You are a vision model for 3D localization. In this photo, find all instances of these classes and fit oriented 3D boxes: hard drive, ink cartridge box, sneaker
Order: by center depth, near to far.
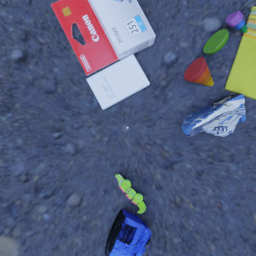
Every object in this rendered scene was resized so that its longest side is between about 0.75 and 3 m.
[{"bbox_3d":[2.298,-0.150,7.046,2.154,0.830,0.918,-25,99,-27],"label":"sneaker"},{"bbox_3d":[-0.271,-1.268,7.728,1.468,0.196,0.968,-29,85,-2],"label":"hard drive"},{"bbox_3d":[-0.736,-2.998,7.737,2.139,0.543,2.427,-27,85,-4],"label":"ink cartridge box"}]

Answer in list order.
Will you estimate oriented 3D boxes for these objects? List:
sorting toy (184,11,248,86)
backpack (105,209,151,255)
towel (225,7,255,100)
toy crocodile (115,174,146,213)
[{"bbox_3d":[2.496,-2.009,7.589,0.774,0.780,2.249,35,93,-20],"label":"sorting toy"},{"bbox_3d":[-0.019,2.791,6.948,0.958,0.928,1.141,27,84,0],"label":"backpack"},{"bbox_3d":[3.613,-2.094,7.827,1.101,0.231,2.559,20,85,7],"label":"towel"},{"bbox_3d":[0.060,1.676,7.251,0.364,0.398,1.178,-41,80,-9],"label":"toy crocodile"}]
